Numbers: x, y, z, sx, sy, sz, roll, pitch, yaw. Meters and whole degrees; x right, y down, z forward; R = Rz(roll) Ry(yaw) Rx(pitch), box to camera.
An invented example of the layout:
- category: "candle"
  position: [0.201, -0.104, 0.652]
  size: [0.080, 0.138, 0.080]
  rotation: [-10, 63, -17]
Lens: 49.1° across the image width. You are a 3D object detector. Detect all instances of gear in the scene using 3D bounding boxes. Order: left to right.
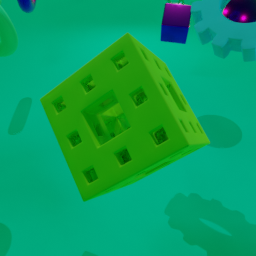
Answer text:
- category: "gear"
  position: [2.036, -2.025, 4.581]
  size: [1.914, 0.354, 1.914]
  rotation: [-10, 66, 23]

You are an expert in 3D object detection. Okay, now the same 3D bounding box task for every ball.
- category: "ball"
  position: [2.715, -2.818, 7.201]
  size: [1.380, 1.380, 1.380]
  rotation: [0, 36, 0]

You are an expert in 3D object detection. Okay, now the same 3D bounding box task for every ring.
- category: "ring"
  position: [-2.799, -4.143, 7.684]
  size: [0.368, 1.840, 1.840]
  rotation: [1, 36, -10]

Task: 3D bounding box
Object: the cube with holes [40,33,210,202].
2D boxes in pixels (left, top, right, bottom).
- category: "cube with holes"
  position: [0.027, -0.069, 3.499]
  size: [1.302, 1.302, 1.302]
  rotation: [64, 21, 13]

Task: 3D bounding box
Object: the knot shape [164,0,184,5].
- category: "knot shape"
  position: [1.331, -4.561, 9.117]
  size: [0.632, 1.280, 1.368]
  rotation: [-22, 69, 16]

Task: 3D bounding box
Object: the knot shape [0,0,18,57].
- category: "knot shape"
  position: [-2.621, -1.682, 4.519]
  size: [1.679, 1.571, 0.776]
  rotation: [52, 20, 7]

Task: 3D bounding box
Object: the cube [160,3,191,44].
- category: "cube"
  position: [1.381, -3.009, 8.108]
  size: [0.768, 0.768, 0.768]
  rotation: [9, 72, 7]
